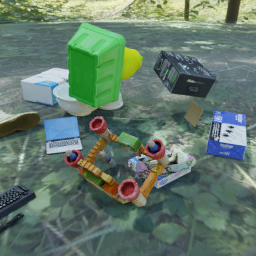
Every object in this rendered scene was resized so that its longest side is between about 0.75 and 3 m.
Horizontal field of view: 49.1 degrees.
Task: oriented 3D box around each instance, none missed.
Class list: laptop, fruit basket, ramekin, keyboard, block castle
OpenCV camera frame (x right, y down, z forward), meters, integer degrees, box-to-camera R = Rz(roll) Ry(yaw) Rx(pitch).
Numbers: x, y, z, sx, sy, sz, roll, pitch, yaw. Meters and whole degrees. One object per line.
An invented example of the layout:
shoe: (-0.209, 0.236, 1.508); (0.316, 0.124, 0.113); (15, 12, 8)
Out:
laptop: (-2.345, 0.241, 10.050); (1.220, 0.755, 1.303); (-8, 28, -13)
fruit basket: (-0.862, -2.522, 11.068); (2.240, 3.105, 3.105); (25, 34, 17)
ramekin: (-0.880, -1.385, 13.416); (1.295, 0.603, 1.295); (1, 27, 0)
keyboard: (-3.302, 2.134, 6.916); (1.393, 0.226, 2.192); (21, 34, 35)
block castle: (-0.376, 0.806, 7.570); (2.613, 1.226, 1.746); (21, 68, 37)

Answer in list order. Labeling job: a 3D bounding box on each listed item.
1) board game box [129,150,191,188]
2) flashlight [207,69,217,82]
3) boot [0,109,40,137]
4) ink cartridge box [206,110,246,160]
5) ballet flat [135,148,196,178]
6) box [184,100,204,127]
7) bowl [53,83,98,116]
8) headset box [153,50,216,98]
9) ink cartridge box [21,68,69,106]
board game box: (0.976, 1.171, 8.725); (1.383, 0.285, 1.387); (-19, 32, -33)
flashlight: (3.943, -3.192, 16.723); (2.585, 0.875, 0.878); (-5, 25, -7)
boot: (-4.737, -0.373, 11.333); (1.968, 0.709, 1.522); (-24, 35, -36)
ink cartridge box: (3.677, 0.156, 10.400); (1.231, 0.579, 2.619); (10, 28, 16)
ballet flat: (1.142, 0.946, 8.139); (1.938, 0.690, 0.670); (-9, 31, -16)
box: (2.669, -0.587, 11.380); (0.092, 0.862, 0.705); (-6, 39, -32)
bowl: (-2.165, -1.216, 12.539); (2.259, 1.015, 2.259); (4, 29, -2)
headset box: (2.329, -2.200, 11.607); (1.813, 0.966, 2.082); (3, 38, -26)
ink cartridge box: (-3.871, -2.200, 14.476); (1.859, 1.090, 2.539); (13, 29, 22)
